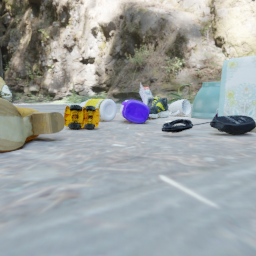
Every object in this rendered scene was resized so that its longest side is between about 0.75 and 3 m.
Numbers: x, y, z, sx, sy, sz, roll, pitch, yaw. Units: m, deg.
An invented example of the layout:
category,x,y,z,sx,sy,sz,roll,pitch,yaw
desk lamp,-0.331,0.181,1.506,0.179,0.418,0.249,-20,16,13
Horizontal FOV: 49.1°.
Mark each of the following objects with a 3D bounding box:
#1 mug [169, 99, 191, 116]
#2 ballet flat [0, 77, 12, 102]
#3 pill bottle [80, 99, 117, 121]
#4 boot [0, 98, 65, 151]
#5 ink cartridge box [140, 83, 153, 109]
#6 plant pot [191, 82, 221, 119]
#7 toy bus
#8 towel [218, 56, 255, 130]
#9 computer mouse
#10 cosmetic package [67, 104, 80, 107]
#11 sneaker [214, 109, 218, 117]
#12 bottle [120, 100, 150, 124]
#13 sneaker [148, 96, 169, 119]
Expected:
category,x,y,z,sx,sy,sz,roll,pitch,yaw
mug,2.494,-0.915,14.110,0.938,0.789,1.069,-9,28,48
ballet flat,-3.981,-0.787,8.749,0.700,0.762,2.220,1,48,-7
pill bottle,-1.267,-0.738,11.335,1.568,0.878,0.878,6,8,43
boot,-2.679,-0.025,5.415,1.842,0.905,2.572,-3,0,26
ink cartridge box,0.724,-1.313,11.148,0.260,0.562,1.031,-8,48,-11
plant pot,4.188,-1.294,12.954,2.479,1.661,2.479,0,7,0
toy bus,-1.329,-0.256,8.405,1.012,0.687,0.971,2,-10,0
towel,3.471,-0.972,7.679,1.831,2.140,0.515,2,-12,31
computer mouse,1.985,0.008,6.850,2.444,0.416,0.716,-3,21,-9
cosmetic package,-1.887,-0.825,13.239,1.813,0.663,0.939,-1,6,1
sneaker,4.367,-0.502,10.761,2.025,0.754,0.886,-7,15,30
bottle,0.179,-0.665,10.844,0.990,0.774,2.371,17,4,-8
sneaker,1.099,-0.950,12.714,0.893,1.015,2.399,3,7,31
